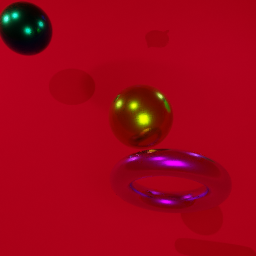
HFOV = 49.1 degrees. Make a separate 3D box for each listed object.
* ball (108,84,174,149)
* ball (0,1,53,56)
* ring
[{"bbox_3d":[0.195,-0.168,4.250,0.983,0.983,0.983,0,64,0],"label":"ball"},{"bbox_3d":[-2.673,-2.590,7.351,1.354,1.354,1.354,0,64,0],"label":"ball"},{"bbox_3d":[0.610,0.853,4.198,1.787,1.787,0.357,6,56,3],"label":"ring"}]
